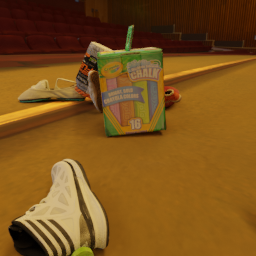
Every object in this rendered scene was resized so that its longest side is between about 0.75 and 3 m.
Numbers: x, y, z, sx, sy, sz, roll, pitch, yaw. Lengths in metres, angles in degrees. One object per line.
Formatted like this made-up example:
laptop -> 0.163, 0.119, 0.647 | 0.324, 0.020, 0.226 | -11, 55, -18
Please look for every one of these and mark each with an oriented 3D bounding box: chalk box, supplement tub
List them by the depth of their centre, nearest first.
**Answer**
chalk box -> 0.026, -1.412, 8.025 | 1.751, 2.829, 1.760 | -7, 18, -3
supplement tub -> -1.288, -2.243, 11.107 | 1.234, 2.014, 1.234 | 24, 16, -7

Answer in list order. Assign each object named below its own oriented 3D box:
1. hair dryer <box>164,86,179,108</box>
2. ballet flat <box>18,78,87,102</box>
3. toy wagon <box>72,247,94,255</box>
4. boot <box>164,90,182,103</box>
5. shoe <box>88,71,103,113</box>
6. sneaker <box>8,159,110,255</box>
hair dryer -> 0.851, -1.300, 11.176 | 2.998, 0.814, 2.283 | -7, 18, -23
ballet flat -> -3.200, -1.640, 11.961 | 2.944, 1.023, 1.023 | -2, 18, -7
toy wagon -> -0.708, 1.757, 2.607 | 1.581, 0.313, 1.226 | -9, 20, -23
boot -> 1.185, -1.008, 8.641 | 0.475, 0.333, 0.887 | 29, -17, -36
shoe -> -1.090, -1.294, 9.943 | 0.541, 1.547, 0.413 | -27, 29, -31
sneaker -> -1.134, 1.054, 4.026 | 1.149, 0.753, 1.997 | -7, 21, -25
